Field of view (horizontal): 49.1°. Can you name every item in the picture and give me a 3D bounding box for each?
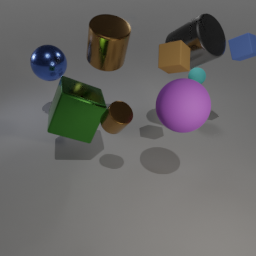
[{"bbox_3d":[3.953,-2.746,9.553,0.700,0.700,0.700,-12,-2,43],"label":"cube"},{"bbox_3d":[2.160,-2.712,9.041,1.400,1.400,1.400,-27,7,-37],"label":"cylinder"},{"bbox_3d":[-0.703,-2.945,9.737,1.400,1.400,1.400,6,53,-8],"label":"cylinder"},{"bbox_3d":[1.417,-0.576,7.246,1.400,1.400,1.400,0,31,0],"label":"ball"},{"bbox_3d":[-3.107,-2.548,11.012,1.400,1.400,1.400,0,31,0],"label":"ball"},{"bbox_3d":[-0.313,-0.277,7.575,0.700,0.700,0.700,11,63,-22],"label":"cylinder"},{"bbox_3d":[2.784,-2.082,11.300,0.700,0.700,0.700,0,31,0],"label":"ball"},{"bbox_3d":[1.345,-2.030,8.107,0.700,0.700,0.700,-1,-6,34],"label":"cube"},{"bbox_3d":[-1.647,-0.585,8.887,1.400,1.400,1.400,17,25,-22],"label":"cube"}]
